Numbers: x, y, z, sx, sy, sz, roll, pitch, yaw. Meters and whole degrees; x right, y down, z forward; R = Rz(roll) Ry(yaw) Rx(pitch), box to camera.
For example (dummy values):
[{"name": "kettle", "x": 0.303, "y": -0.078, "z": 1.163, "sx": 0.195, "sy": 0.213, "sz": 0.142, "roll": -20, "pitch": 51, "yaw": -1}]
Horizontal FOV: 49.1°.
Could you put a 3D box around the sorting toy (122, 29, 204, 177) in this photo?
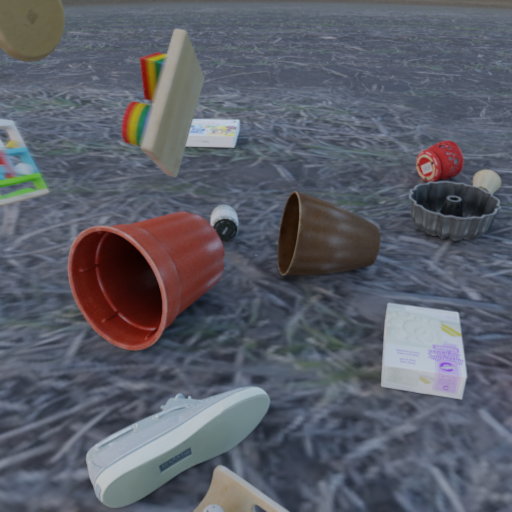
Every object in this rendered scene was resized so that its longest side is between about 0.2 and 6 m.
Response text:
[{"name": "sorting toy", "x": -1.618, "y": -2.573, "z": 9.625, "sx": 0.691, "sy": 1.985, "sz": 1.973, "roll": 15, "pitch": -3, "yaw": 4}]

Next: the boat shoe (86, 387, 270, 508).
[{"name": "boat shoe", "x": -0.890, "y": 1.971, "z": 6.450, "sx": 2.198, "sy": 0.767, "sz": 0.783, "roll": -22, "pitch": 41, "yaw": -27}]

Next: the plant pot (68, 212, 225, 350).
[{"name": "plant pot", "x": -1.532, "y": 0.192, "z": 8.608, "sx": 1.878, "sy": 1.878, "sz": 1.826, "roll": 17, "pitch": 27, "yaw": 26}]

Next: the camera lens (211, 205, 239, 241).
[{"name": "camera lens", "x": -0.629, "y": -0.651, "z": 11.090, "sx": 0.540, "sy": 0.540, "sz": 0.675, "roll": -3, "pitch": 31, "yaw": -4}]

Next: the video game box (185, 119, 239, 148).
[{"name": "video game box", "x": -1.373, "y": -3.547, "z": 16.129, "sx": 1.693, "sy": 0.396, "sz": 1.542, "roll": 2, "pitch": 28, "yaw": 4}]

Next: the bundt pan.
[{"name": "bundt pan", "x": 3.948, "y": -0.872, "z": 11.351, "sx": 1.780, "sy": 0.668, "sz": 1.780, "roll": 0, "pitch": 32, "yaw": 0}]

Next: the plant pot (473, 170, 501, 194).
[{"name": "plant pot", "x": 5.129, "y": -1.529, "z": 12.622, "sx": 0.616, "sy": 0.616, "sz": 0.564, "roll": 17, "pitch": 46, "yaw": 26}]

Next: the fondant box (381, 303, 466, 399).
[{"name": "fondant box", "x": 2.346, "y": 1.300, "z": 7.922, "sx": 1.053, "sy": 0.425, "sz": 1.460, "roll": 7, "pitch": 32, "yaw": 11}]

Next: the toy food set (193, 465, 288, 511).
[{"name": "toy food set", "x": -0.478, "y": 2.997, "z": 4.774, "sx": 1.676, "sy": 0.705, "sz": 2.335, "roll": 22, "pitch": 37, "yaw": 32}]

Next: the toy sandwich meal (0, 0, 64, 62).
[{"name": "toy sandwich meal", "x": -4.100, "y": -4.263, "z": 9.800, "sx": 0.565, "sy": 1.651, "sz": 1.651, "roll": 23, "pitch": 38, "yaw": 30}]

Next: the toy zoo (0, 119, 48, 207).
[{"name": "toy zoo", "x": -3.657, "y": -1.438, "z": 8.023, "sx": 0.144, "sy": 1.403, "sz": 0.921, "roll": -23, "pitch": 7, "yaw": 29}]

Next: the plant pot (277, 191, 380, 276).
[{"name": "plant pot", "x": 1.306, "y": -0.291, "z": 9.828, "sx": 1.570, "sy": 1.467, "sz": 1.467, "roll": 7, "pitch": 30, "yaw": -10}]

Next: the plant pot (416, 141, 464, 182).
[{"name": "plant pot", "x": 4.367, "y": -2.248, "z": 13.456, "sx": 0.820, "sy": 0.901, "sz": 0.901, "roll": -18, "pitch": 35, "yaw": -22}]
